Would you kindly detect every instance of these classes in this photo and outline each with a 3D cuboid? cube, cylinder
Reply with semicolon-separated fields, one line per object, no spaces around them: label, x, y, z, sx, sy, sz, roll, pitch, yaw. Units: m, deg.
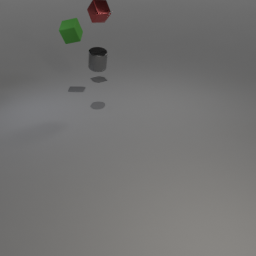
cube;-1.292;-5.204;12.500;0.700;0.700;0.700;-16;-7;-35
cube;-2.379;-4.059;11.729;0.700;0.700;0.700;-7;52;13
cylinder;-1.147;-2.602;10.645;0.700;0.700;0.700;5;44;-5
